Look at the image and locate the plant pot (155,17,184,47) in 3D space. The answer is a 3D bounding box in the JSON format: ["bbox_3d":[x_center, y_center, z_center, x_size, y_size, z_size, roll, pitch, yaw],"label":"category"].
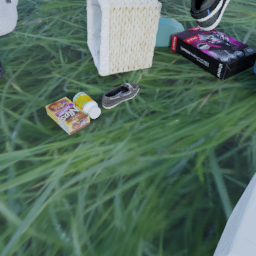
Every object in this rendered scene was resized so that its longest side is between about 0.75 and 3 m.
[{"bbox_3d":[1.567,-3.979,11.643,1.362,0.962,0.963,1,43,-9],"label":"plant pot"}]

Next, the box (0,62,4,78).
[{"bbox_3d":[-5.522,-1.661,8.675,1.848,1.605,2.797,10,46,8],"label":"box"}]

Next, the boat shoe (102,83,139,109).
[{"bbox_3d":[-0.195,-1.145,8.961,0.526,0.448,1.572,33,53,30],"label":"boat shoe"}]

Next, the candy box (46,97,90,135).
[{"bbox_3d":[-1.772,-0.383,8.238,0.724,0.350,1.241,-32,54,-30],"label":"candy box"}]

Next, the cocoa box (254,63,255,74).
[{"bbox_3d":[5.293,-1.974,8.674,1.796,1.767,2.693,5,36,5],"label":"cocoa box"}]

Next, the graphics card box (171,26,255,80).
[{"bbox_3d":[3.218,-2.986,10.713,1.777,0.720,2.832,-24,49,-24],"label":"graphics card box"}]

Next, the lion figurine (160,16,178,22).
[{"bbox_3d":[1.864,-5.036,13.196,1.031,0.374,0.632,8,35,-12],"label":"lion figurine"}]

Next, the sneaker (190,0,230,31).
[{"bbox_3d":[2.157,-3.559,6.790,0.751,1.150,2.056,22,92,33],"label":"sneaker"}]

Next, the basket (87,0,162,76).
[{"bbox_3d":[-0.299,-3.634,10.147,2.076,2.581,2.558,-7,44,-16],"label":"basket"}]

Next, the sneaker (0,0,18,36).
[{"bbox_3d":[-3.173,-2.687,6.123,1.281,0.849,2.251,-15,57,9],"label":"sneaker"}]

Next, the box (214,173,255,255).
[{"bbox_3d":[2.496,2.149,4.273,2.101,2.111,1.809,25,51,23],"label":"box"}]

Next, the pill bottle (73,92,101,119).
[{"bbox_3d":[-1.219,-0.663,8.417,0.492,0.492,0.886,-29,50,-27],"label":"pill bottle"}]
